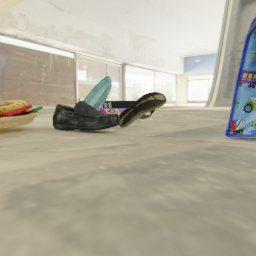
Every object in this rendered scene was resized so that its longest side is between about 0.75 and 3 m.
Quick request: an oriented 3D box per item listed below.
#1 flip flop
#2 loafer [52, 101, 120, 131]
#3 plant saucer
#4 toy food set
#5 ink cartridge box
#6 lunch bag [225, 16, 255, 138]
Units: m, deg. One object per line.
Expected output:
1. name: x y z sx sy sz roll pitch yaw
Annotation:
1. flip flop: 0.374 -0.427 7.254 1.449 0.588 0.417 -35 -44 20
2. loafer: -1.045 -0.294 6.544 1.973 0.692 0.670 2 6 36
3. plant saucer: -0.986 -0.694 7.759 0.240 1.754 1.754 39 -9 -20
4. toy food set: -3.313 -0.320 6.633 2.457 0.598 2.432 -10 9 -40
5. ink cartridge box: -0.513 -0.511 8.954 1.722 0.319 0.816 -3 48 -5
6. lunch bag: 2.797 -1.005 5.235 1.763 2.341 1.101 -5 7 -37
